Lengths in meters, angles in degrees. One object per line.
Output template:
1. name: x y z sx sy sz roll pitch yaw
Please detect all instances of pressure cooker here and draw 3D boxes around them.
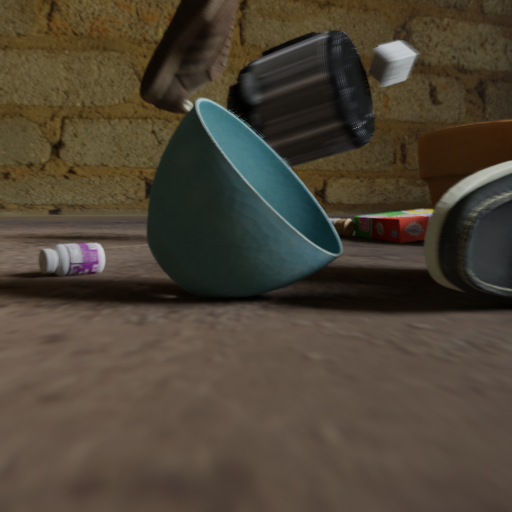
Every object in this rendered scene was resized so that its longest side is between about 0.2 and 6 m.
1. pressure cooker: 0.836 -3.149 11.805 2.806 2.468 2.506 -12 32 27

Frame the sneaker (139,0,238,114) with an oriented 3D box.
1. sneaker: -0.747 -3.065 7.985 0.908 0.847 2.404 17 -48 -37

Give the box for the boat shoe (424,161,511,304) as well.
1. boat shoe: 2.942 -0.165 4.399 3.366 1.209 1.138 0 10 -16

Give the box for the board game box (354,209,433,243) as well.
1. board game box: 3.768 -0.755 13.459 2.005 0.528 2.621 -7 7 -12

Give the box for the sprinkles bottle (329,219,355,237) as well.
1. sprinkles bottle: 1.895 -0.756 14.771 1.410 0.481 0.481 5 7 44

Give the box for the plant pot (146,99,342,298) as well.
1. plant pot: -0.267 -0.309 4.915 1.183 1.756 1.756 -42 -8 17

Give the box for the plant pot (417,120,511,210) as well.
1. plant pot: 2.874 -0.513 5.974 2.270 1.589 2.270 1 5 0

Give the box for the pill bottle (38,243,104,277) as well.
1. pill bottle: -2.160 0.049 6.550 0.679 0.381 0.381 -4 7 -42

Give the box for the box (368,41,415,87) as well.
1. box: 2.867 -4.070 11.867 0.662 0.658 0.567 -24 60 -26
